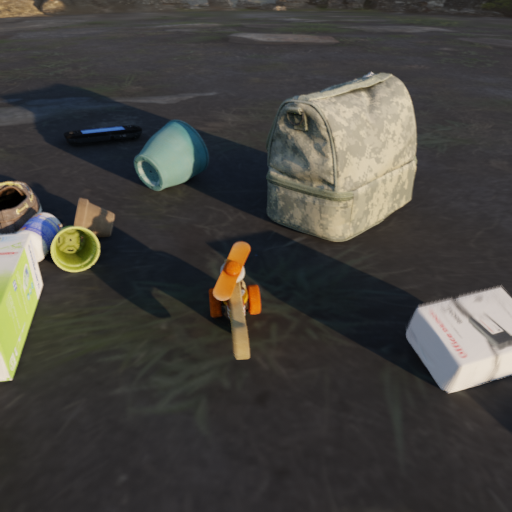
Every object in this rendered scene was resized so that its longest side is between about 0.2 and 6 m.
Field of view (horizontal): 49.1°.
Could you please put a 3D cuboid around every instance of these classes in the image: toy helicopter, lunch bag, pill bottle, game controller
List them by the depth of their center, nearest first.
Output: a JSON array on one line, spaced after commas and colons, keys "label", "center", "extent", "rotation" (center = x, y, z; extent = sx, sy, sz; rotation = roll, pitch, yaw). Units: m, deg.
[{"label": "toy helicopter", "center": [-0.244, 0.611, 7.247], "extent": [0.702, 1.178, 1.781], "rotation": [-4, 31, -5]}, {"label": "pill bottle", "center": [-3.719, -0.247, 9.376], "extent": [0.592, 0.592, 1.057], "rotation": [3, 29, 5]}, {"label": "lunch bag", "center": [1.659, -1.994, 10.559], "extent": [2.062, 2.482, 2.959], "rotation": [26, 38, 38]}, {"label": "game controller", "center": [-4.106, -3.294, 15.035], "extent": [2.006, 0.422, 1.047], "rotation": [-10, 31, -19]}]

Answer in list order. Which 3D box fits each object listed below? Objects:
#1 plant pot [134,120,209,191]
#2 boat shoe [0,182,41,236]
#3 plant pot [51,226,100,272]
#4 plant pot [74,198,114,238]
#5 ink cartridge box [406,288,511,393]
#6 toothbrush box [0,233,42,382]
[{"label": "plant pot", "center": [-1.906, -2.065, 12.100], "extent": [1.305, 1.305, 1.226], "rotation": [21, 50, 32]}, {"label": "boat shoe", "center": [-4.575, -0.970, 10.548], "extent": [0.865, 0.717, 2.409], "rotation": [-8, 30, -14]}, {"label": "plant pot", "center": [-3.032, -0.184, 9.269], "extent": [0.751, 0.751, 0.691], "rotation": [-13, 20, -22]}, {"label": "plant pot", "center": [-2.912, -0.610, 10.045], "extent": [0.658, 0.754, 0.754], "rotation": [11, 25, -19]}, {"label": "ink cartridge box", "center": [2.716, 1.023, 6.955], "extent": [1.337, 0.563, 0.966], "rotation": [-11, 45, -18]}, {"label": "toothbrush box", "center": [-3.920, 0.658, 7.373], "extent": [1.645, 0.972, 2.259], "rotation": [-5, 28, -7]}]
